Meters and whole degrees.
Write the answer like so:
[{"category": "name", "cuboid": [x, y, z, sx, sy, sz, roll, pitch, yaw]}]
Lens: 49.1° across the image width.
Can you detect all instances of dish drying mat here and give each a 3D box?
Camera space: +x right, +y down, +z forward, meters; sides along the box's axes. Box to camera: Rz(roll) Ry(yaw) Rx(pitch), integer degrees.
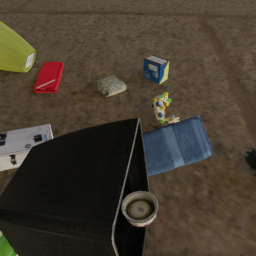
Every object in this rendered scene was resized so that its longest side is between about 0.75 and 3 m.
[{"category": "dish drying mat", "cuboid": [-3.758, -2.506, 13.399, 1.050, 0.249, 2.733, -3, 40, -2]}]

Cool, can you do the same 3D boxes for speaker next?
[{"category": "speaker", "cuboid": [-2.809, 2.779, 6.690, 0.605, 0.605, 1.369, 8, 40, 9]}]

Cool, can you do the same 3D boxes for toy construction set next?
[{"category": "toy construction set", "cuboid": [1.382, -0.704, 10.706, 0.913, 0.642, 1.393, 2, 59, -43]}]

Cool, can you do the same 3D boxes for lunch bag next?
[{"category": "lunch bag", "cuboid": [-0.699, -1.765, 12.197, 0.890, 0.638, 1.085, -23, 40, -25]}]

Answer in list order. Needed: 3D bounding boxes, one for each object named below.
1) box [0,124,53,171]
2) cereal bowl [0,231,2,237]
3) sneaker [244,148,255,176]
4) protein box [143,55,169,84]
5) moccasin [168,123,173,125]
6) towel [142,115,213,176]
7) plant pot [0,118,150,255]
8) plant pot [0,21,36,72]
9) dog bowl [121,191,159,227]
[{"category": "box", "cuboid": [-3.534, 0.639, 9.252, 2.112, 0.635, 1.232, -11, 41, -13]}, {"category": "cereal bowl", "cuboid": [-4.452, 2.500, 6.653, 2.586, 1.077, 2.586, 0, 38, 0]}, {"category": "sneaker", "cuboid": [4.584, 1.282, 8.502, 2.169, 0.818, 0.860, 35, 39, 25]}, {"category": "protein box", "cuboid": [1.292, -2.746, 13.105, 0.995, 0.988, 0.671, 29, 47, 31]}, {"category": "moccasin", "cuboid": [1.525, 0.319, 9.704, 0.472, 0.557, 1.384, -12, 24, 6]}, {"category": "towel", "cuboid": [1.134, 0.528, 7.673, 2.142, 1.196, 0.520, -18, -3, 4]}, {"category": "plant pot", "cuboid": [-1.047, 1.749, 6.285, 2.639, 2.968, 2.975, 1, 39, 13]}, {"category": "plant pot", "cuboid": [-5.937, -3.805, 13.535, 2.607, 2.439, 2.439, 23, 41, -3]}, {"category": "dog bowl", "cuboid": [0.323, 2.159, 7.398, 0.978, 0.361, 0.978, -5, 40, 4]}]
